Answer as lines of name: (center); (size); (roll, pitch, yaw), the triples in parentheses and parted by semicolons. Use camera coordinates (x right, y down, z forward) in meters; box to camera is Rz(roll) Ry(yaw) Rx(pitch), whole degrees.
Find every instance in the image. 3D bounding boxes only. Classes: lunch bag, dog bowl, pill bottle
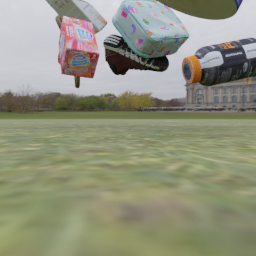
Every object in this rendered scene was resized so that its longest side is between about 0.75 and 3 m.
lunch bag: (0.819, -3.521, 9.772); (2.617, 2.099, 1.009); (-24, -18, -45)
dog bowl: (1.171, -2.899, 5.198); (2.184, 0.860, 2.184); (23, 8, -3)
pill bottle: (2.956, -2.045, 8.909); (2.393, 1.271, 1.271); (-14, 5, -11)

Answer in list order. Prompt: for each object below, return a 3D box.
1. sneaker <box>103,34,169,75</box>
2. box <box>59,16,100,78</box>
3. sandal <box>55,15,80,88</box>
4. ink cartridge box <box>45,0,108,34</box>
sneaker: (0.251, -2.493, 10.788); (2.611, 0.988, 1.508); (26, -34, 9)
box: (-1.192, -1.926, 6.645); (0.769, 0.709, 1.498); (6, 44, -21)
sandal: (-2.507, -3.000, 11.244); (0.782, 2.898, 1.164); (-16, 19, -3)
ink cartridge box: (-1.820, -4.008, 9.528); (2.027, 0.508, 1.644); (47, -18, -23)
